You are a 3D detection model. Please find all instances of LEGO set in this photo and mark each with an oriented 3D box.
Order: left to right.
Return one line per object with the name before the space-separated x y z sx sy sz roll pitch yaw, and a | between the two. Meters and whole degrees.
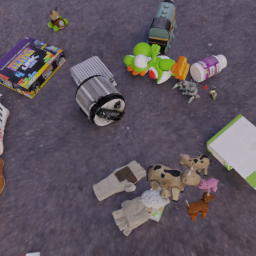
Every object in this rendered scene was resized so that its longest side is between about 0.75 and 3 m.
LEGO set | 2.752 -1.630 11.437 1.809 0.513 1.175 -7 58 -4

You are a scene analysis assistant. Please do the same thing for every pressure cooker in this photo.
pressure cooker | -0.959 -0.919 10.384 1.530 1.554 1.740 -30 62 -21

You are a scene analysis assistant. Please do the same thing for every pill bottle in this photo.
pill bottle | 3.429 -2.568 11.846 1.445 0.811 0.811 -27 62 -16

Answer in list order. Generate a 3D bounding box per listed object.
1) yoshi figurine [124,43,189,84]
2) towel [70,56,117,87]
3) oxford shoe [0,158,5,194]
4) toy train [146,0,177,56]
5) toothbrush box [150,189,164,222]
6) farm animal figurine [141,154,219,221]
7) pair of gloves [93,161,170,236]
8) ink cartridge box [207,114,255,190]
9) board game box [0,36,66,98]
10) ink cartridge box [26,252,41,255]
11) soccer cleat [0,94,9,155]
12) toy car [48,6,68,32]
yoshi figurine | 1.176 -2.910 11.724 2.709 1.523 1.517 16 39 22
towel | -1.462 -2.153 11.646 1.368 0.707 1.653 -31 63 -17
oxford shoe | -4.467 1.598 9.477 0.473 0.472 1.326 -11 61 -8
toy train | 1.577 -4.584 12.639 1.169 1.564 2.744 14 60 8
toothbrush box | 0.856 2.468 8.990 0.610 0.361 0.838 19 61 12
farm animal figurine | 1.094 1.003 5.665 1.523 0.803 1.539 3 30 11
pair of gloves | 0.055 2.142 9.048 1.819 0.375 2.139 -34 51 -13
ink cartridge box | 3.960 0.845 9.396 1.573 0.806 2.128 -40 61 0
board game box | -4.225 -2.677 11.977 2.043 0.701 2.471 24 61 13
ink cartridge box | -2.919 4.105 8.084 0.761 0.191 0.876 -6 59 -5
soccer cleat | -4.874 -0.233 10.380 1.116 0.899 2.621 -5 64 -50
toy car | -3.446 -5.320 13.448 0.765 0.970 0.797 34 64 19
